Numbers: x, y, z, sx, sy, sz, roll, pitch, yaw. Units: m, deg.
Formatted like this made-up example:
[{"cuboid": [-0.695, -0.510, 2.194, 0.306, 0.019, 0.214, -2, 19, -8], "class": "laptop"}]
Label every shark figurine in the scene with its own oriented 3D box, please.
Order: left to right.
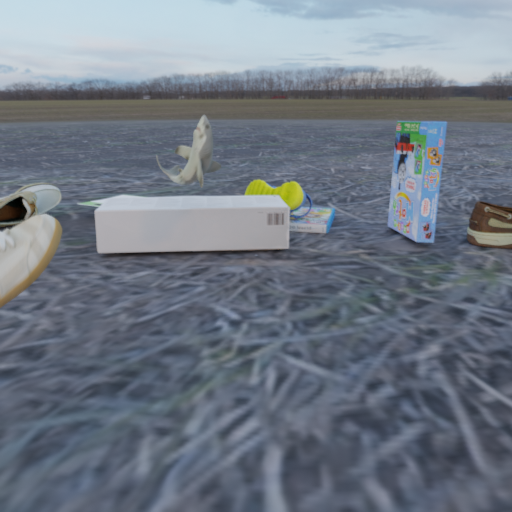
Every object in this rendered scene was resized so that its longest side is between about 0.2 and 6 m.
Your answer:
[{"cuboid": [-0.904, -1.344, 8.536, 0.662, 0.948, 1.587, -9, -11, -35], "class": "shark figurine"}]

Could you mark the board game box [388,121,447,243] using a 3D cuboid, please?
[{"cuboid": [2.754, -1.332, 9.731, 0.358, 1.954, 1.478, 0, 13, -6], "class": "board game box"}]

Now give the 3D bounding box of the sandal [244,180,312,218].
[{"cuboid": [0.415, -1.037, 10.796, 0.761, 0.694, 1.747, 22, -3, -40], "class": "sandal"}]

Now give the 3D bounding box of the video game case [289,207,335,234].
[{"cuboid": [0.417, -0.768, 11.148, 2.175, 0.194, 1.556, 3, 17, 12], "class": "video game case"}]

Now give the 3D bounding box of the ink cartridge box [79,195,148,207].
[{"cuboid": [-2.825, -0.996, 11.641, 1.034, 0.341, 1.422, 9, 19, 27], "class": "ink cartridge box"}]

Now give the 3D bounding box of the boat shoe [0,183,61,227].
[{"cuboid": [-4.579, -0.933, 10.988, 0.638, 0.697, 1.864, 16, 33, 36], "class": "boat shoe"}]

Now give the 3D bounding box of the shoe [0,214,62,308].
[{"cuboid": [-2.188, 0.158, 4.481, 0.557, 0.425, 1.593, 11, 50, 32], "class": "shoe"}]

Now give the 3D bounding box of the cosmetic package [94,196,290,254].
[{"cuboid": [-1.028, -0.544, 9.383, 3.040, 0.770, 1.255, -1, 17, -5], "class": "cosmetic package"}]

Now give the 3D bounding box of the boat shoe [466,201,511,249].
[{"cuboid": [4.744, -0.544, 9.238, 2.320, 0.858, 0.857, 3, 17, 10], "class": "boat shoe"}]
